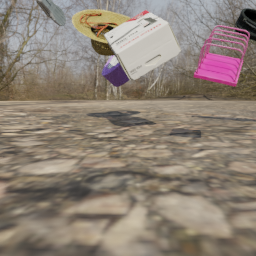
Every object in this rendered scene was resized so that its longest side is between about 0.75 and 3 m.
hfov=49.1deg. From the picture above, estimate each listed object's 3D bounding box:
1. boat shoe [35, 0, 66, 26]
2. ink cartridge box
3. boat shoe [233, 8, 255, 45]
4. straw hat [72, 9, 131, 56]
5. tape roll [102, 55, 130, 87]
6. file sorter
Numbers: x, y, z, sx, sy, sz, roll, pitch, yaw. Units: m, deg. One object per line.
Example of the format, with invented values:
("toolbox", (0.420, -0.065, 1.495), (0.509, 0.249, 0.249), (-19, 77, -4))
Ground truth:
("boat shoe", (-2.737, -4.209, 9.932), (0.467, 0.514, 1.398), (21, -17, 30))
("ink cartridge box", (0.288, -2.178, 7.137), (1.412, 0.797, 1.923), (-30, 33, 4))
("boat shoe", (4.279, -2.692, 7.656), (2.703, 0.896, 1.010), (32, 66, 28))
("straw hat", (-0.728, -2.991, 9.372), (2.355, 0.997, 2.355), (7, 45, -7))
("tape roll", (-0.047, -2.844, 11.754), (0.763, 2.326, 2.326), (40, -11, -23))
("file sorter", (1.678, -1.311, 4.920), (0.716, 0.646, 1.030), (17, 41, 17))
